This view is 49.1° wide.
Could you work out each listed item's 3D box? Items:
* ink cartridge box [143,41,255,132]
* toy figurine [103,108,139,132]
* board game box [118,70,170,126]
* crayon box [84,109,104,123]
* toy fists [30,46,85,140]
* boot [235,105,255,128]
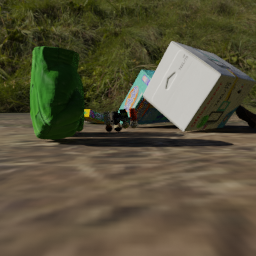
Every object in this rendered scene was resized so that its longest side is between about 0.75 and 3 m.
[{"bbox_3d":[1.990,-1.098,7.790,2.318,1.701,1.693,-5,42,-47],"label":"ink cartridge box"},{"bbox_3d":[-0.180,-0.176,6.826,0.762,0.530,0.750,-9,2,25],"label":"toy figurine"},{"bbox_3d":[0.965,-0.942,9.149,2.410,1.833,0.542,-6,48,-45],"label":"board game box"},{"bbox_3d":[-1.475,-0.455,11.192,0.962,0.325,1.115,4,-10,39],"label":"crayon box"},{"bbox_3d":[-1.429,-0.577,5.654,1.024,1.518,2.977,3,3,-19],"label":"toy fists"},{"bbox_3d":[4.117,-0.440,9.055,1.099,1.024,0.353,-11,-35,-28],"label":"boot"}]
